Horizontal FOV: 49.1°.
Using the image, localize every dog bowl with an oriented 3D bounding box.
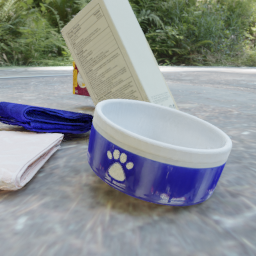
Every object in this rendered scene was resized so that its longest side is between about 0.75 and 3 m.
[{"bbox_3d":[0.448,0.262,4.399,2.112,0.832,2.112,13,18,-4],"label":"dog bowl"}]

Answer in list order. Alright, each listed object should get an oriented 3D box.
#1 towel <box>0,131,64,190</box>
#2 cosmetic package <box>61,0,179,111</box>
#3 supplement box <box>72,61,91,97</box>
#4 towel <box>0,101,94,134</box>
[{"bbox_3d":[-2.726,0.486,5.183,2.527,0.407,2.413,2,12,4],"label":"towel"},{"bbox_3d":[-0.206,-1.334,6.562,1.534,2.963,1.083,-24,-2,38],"label":"cosmetic package"},{"bbox_3d":[-1.067,-1.765,10.236,1.965,1.287,1.014,12,14,41],"label":"supplement box"},{"bbox_3d":[-2.255,-0.241,7.293,1.880,0.631,2.546,8,2,-40],"label":"towel"}]
